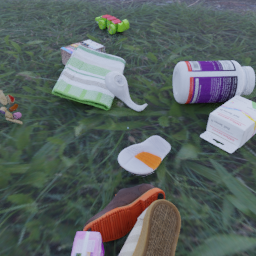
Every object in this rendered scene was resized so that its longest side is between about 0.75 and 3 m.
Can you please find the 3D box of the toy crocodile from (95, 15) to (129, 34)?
[{"bbox_3d":[-0.937,-5.952,15.844,0.900,0.823,2.665,-24,44,-28],"label":"toy crocodile"}]

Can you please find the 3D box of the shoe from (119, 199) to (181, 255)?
[{"bbox_3d":[0.229,2.681,4.991,1.046,0.798,2.991,36,46,-6],"label":"shoe"}]

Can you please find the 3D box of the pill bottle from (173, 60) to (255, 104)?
[{"bbox_3d":[2.945,-1.606,9.785,2.580,1.451,1.451,-2,38,-3],"label":"pill bottle"}]

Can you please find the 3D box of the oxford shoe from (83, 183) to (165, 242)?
[{"bbox_3d":[-0.154,1.810,6.155,2.026,0.721,0.735,-17,27,-32],"label":"oxford shoe"}]

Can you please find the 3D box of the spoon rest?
[{"bbox_3d":[-0.113,-1.216,9.535,1.701,0.515,0.845,46,56,-4],"label":"spoon rest"}]

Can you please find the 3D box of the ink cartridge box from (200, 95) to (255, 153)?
[{"bbox_3d":[3.261,-0.171,8.573,2.020,0.680,1.183,-31,48,-33],"label":"ink cartridge box"}]

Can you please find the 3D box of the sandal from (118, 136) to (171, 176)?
[{"bbox_3d":[0.470,0.838,7.380,0.866,0.648,2.260,39,29,18],"label":"sandal"}]

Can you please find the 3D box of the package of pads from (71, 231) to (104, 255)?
[{"bbox_3d":[-0.749,2.631,4.867,0.531,0.846,1.403,0,38,4],"label":"package of pads"}]

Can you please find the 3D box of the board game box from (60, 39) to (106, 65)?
[{"bbox_3d":[-1.953,-3.227,12.414,1.556,0.753,1.240,-30,47,-33],"label":"board game box"}]

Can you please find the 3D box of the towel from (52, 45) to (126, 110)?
[{"bbox_3d":[-1.344,-1.994,10.481,2.167,0.446,2.905,15,47,-1],"label":"towel"}]

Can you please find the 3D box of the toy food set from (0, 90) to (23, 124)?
[{"bbox_3d":[-3.838,-0.631,9.095,0.200,0.806,1.268,-38,57,21],"label":"toy food set"}]
